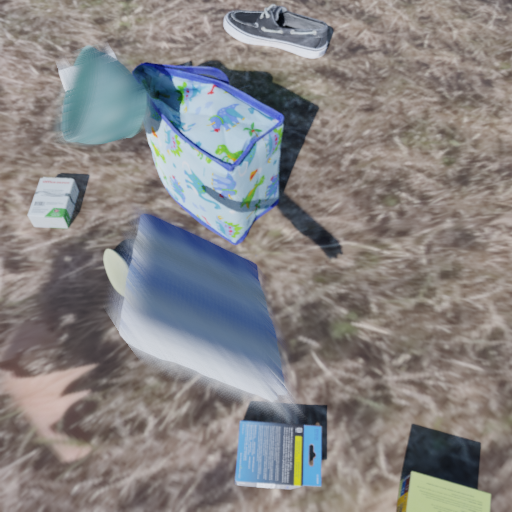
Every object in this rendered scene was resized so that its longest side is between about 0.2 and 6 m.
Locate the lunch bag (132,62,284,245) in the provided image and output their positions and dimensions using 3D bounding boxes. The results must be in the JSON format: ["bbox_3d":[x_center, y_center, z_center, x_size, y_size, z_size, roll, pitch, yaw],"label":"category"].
[{"bbox_3d":[-1.034,-2.080,10.807,2.989,2.541,1.904,33,63,19],"label":"lunch bag"}]

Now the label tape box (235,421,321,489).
[{"bbox_3d":[0.353,3.121,8.748,1.297,0.410,0.935,4,58,2],"label":"label tape box"}]

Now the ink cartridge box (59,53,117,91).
[{"bbox_3d":[-3.121,-3.360,10.686,1.089,0.804,0.466,-25,91,-13],"label":"ink cartridge box"}]

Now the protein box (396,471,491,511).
[{"bbox_3d":[2.621,3.902,8.027,1.149,0.781,1.157,13,58,8],"label":"protein box"}]

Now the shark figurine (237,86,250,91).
[{"bbox_3d":[-0.524,-2.968,12.461,0.937,1.569,0.655,7,11,38],"label":"shark figurine"}]

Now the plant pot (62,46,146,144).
[{"bbox_3d":[-2.396,-2.458,9.028,1.007,1.503,1.503,11,50,-34],"label":"plant pot"}]

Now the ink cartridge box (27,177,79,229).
[{"bbox_3d":[-4.118,-1.085,11.430,0.734,0.416,1.001,3,58,2],"label":"ink cartridge box"}]

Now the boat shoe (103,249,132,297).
[{"bbox_3d":[-2.175,0.469,10.366,1.853,0.678,0.580,38,36,29],"label":"boat shoe"}]

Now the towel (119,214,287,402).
[{"bbox_3d":[-0.658,0.505,6.843,1.969,0.319,2.681,26,23,-20],"label":"towel"}]

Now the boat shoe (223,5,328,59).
[{"bbox_3d":[0.477,-5.862,14.159,2.807,0.951,1.007,23,60,14],"label":"boat shoe"}]
